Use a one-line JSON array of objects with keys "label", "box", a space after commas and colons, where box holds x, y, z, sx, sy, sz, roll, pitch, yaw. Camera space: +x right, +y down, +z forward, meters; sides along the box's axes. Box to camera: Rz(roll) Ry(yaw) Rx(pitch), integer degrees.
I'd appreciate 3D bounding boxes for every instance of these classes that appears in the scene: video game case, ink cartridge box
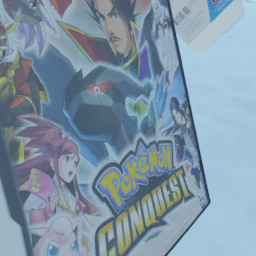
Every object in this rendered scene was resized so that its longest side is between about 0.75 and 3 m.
[{"label": "video game case", "box": [-0.184, -0.034, 2.094, 0.338, 2.396, 2.651, -9, 6, 38]}, {"label": "ink cartridge box", "box": [1.720, -3.383, 7.536, 2.135, 1.566, 1.559, 53, 25, 14]}]
